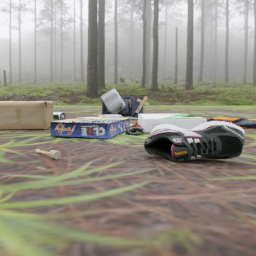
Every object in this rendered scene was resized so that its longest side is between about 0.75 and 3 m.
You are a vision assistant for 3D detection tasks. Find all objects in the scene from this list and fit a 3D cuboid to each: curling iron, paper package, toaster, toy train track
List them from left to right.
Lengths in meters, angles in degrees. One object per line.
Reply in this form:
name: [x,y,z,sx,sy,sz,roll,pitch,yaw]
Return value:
paper package: [-4.173,-0.548,11.245,2.092,1.082,1.994,-2,6,-6]
toaster: [-0.993,-1.727,18.218,1.157,1.791,1.018,-35,-26,3]
curling iron: [0.235,-0.021,9.913,0.585,0.301,2.358,0,6,2]
toy train track: [0.824,-1.348,18.044,0.871,1.518,0.247,28,-10,23]

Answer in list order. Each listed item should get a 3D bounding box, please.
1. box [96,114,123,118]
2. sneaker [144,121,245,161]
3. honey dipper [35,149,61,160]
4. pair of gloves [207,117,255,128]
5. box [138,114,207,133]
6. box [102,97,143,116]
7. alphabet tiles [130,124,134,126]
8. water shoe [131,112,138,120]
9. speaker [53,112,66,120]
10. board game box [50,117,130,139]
box: [-0.950,-0.454,13.870,1.209,0.352,1.766,-1,6,-9]
sneaker: [1.143,0.355,5.141,1.876,0.753,0.810,-4,16,33]
honey dipper: [-1.632,0.495,5.599,0.167,0.167,0.880,-5,7,-43]
pair of gloves: [4.999,-0.289,12.344,2.598,0.361,2.916,0,7,-1]
box: [1.540,-0.233,10.809,2.150,0.541,2.979,-1,7,-2]
box: [-0.323,-1.561,19.970,2.285,1.306,2.509,2,6,20]
alphabet tiles: [-0.252,-0.142,12.387,1.262,0.040,1.050,5,7,40]
water shoe: [0.540,-0.697,16.009,0.369,0.407,1.031,3,7,30]
speaker: [-3.984,-0.667,15.629,1.053,0.427,0.427,5,7,36]
board game box: [-1.124,-0.060,9.452,1.839,0.470,2.715,1,6,14]
